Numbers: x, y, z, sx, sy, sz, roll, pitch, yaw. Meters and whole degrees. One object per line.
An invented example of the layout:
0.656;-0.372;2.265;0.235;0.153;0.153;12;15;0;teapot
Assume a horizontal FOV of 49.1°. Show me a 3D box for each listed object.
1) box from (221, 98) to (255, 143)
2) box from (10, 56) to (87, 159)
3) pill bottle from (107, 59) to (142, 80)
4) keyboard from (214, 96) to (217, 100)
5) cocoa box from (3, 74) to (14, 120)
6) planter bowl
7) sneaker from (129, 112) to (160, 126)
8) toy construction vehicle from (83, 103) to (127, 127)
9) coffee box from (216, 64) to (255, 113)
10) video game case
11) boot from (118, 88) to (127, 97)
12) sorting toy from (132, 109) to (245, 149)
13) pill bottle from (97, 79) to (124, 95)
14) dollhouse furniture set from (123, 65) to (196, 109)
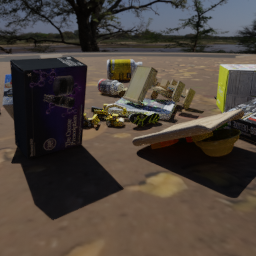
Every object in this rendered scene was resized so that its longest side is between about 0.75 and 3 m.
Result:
4.652;-0.380;8.792;2.655;0.661;2.094;-22;26;-23;box
-2.043;-0.560;7.320;1.665;2.359;0.930;-14;35;-35;box
-0.227;-4.008;19.182;2.391;1.339;1.339;-1;19;-1;pill bottle
5.412;-1.487;13.173;2.427;0.481;1.263;-1;19;1;keyboard
-2.938;-0.760;8.582;1.137;1.704;1.118;-6;63;-3;cocoa box
2.325;0.419;7.302;1.242;0.517;1.242;-12;9;2;planter bowl
0.518;-0.328;9.896;1.238;0.467;0.473;0;9;-35;sneaker
-0.897;-0.489;10.055;1.605;0.565;1.397;2;19;6;toy construction vehicle
4.655;-1.569;11.306;1.773;1.793;1.791;2;19;7;coffee box
0.646;-0.881;11.642;2.486;0.290;2.260;5;19;15;video game case
-0.102;-1.805;14.195;1.083;0.394;0.842;-7;20;-24;boot
1.698;0.078;7.686;2.293;0.452;2.477;-15;0;44;sorting toy
-0.879;-2.130;14.614;1.345;0.745;0.745;15;24;36;pill bottle
1.190;-1.456;12.027;2.363;1.538;2.171;23;1;-40;dollhouse furniture set
